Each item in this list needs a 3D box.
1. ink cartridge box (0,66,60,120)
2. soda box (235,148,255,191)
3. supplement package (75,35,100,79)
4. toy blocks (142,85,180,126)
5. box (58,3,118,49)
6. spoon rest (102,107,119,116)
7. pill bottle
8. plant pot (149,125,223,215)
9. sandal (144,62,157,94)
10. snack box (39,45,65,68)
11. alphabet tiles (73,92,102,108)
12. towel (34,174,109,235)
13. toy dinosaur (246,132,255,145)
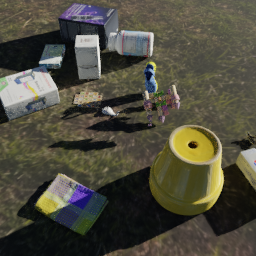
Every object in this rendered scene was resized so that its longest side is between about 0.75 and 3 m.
[{"bbox_3d":[-4.462,-1.604,12.464,2.335,1.022,1.697,-21,60,-21],"label":"ink cartridge box"},{"bbox_3d":[4.668,1.712,9.808,0.639,0.687,2.013,-14,49,-13],"label":"soda box"},{"bbox_3d":[-1.934,-3.441,13.694,1.075,1.839,1.078,-3,48,-3],"label":"supplement package"},{"bbox_3d":[1.437,-0.880,12.040,1.526,1.633,1.374,-12,83,2],"label":"toy blocks"},{"bbox_3d":[-2.212,-5.925,16.183,2.853,1.488,2.111,12,48,11],"label":"box"},{"bbox_3d":[-0.772,-0.706,12.344,0.862,0.261,0.428,18,48,33],"label":"spoon rest"},{"bbox_3d":[0.167,-4.558,15.106,2.312,1.257,1.257,6,48,7],"label":"pill bottle"},{"bbox_3d":[1.978,1.223,9.166,2.459,2.314,2.459,0,47,0],"label":"plant pot"},{"bbox_3d":[0.988,-2.227,12.880,0.598,1.504,0.655,-2,22,21],"label":"sandal"},{"bbox_3d":[-4.052,-3.880,15.105,1.066,0.340,1.835,0,48,0],"label":"snack box"},{"bbox_3d":[-1.860,-1.319,12.991,1.250,0.040,1.040,2,48,2],"label":"alphabet tiles"},{"bbox_3d":[-1.923,2.499,9.397,2.135,0.243,1.534,23,51,20],"label":"towel"},{"bbox_3d":[5.032,0.505,11.233,0.391,0.294,0.765,-19,56,1],"label":"toy dinosaur"}]
